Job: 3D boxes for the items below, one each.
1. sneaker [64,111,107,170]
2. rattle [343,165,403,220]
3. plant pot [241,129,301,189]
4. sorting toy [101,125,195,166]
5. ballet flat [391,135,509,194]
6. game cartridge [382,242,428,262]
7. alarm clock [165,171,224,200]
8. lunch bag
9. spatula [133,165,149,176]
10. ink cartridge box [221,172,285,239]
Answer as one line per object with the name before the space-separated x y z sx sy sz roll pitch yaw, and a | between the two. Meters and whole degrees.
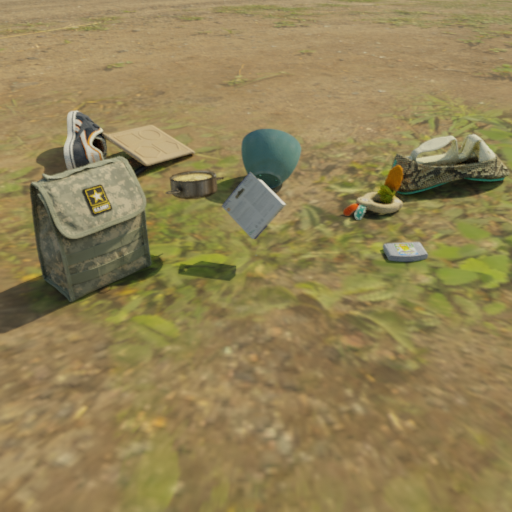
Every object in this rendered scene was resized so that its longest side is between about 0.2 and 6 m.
sneaker | -4.056 -2.779 13.495 0.907 0.896 2.285 -10 44 -6
rattle | 2.353 -1.241 11.111 1.206 0.861 0.785 -5 48 -19
plant pot | 0.272 -1.986 12.093 1.312 1.312 0.883 5 65 8
sorting toy | -2.599 -2.643 13.536 1.592 0.314 1.720 35 36 26
ballet flat | 4.274 -2.048 12.084 2.945 1.109 0.999 -9 28 -14
game cartridge | 2.631 -0.068 9.866 0.700 0.142 0.467 -3 36 -5
alarm clock | -1.121 -1.162 9.433 0.788 0.389 1.168 9 21 29
lunch bag | -2.610 -0.515 8.884 1.573 1.918 1.128 -27 41 -37
spatula | -3.001 -1.688 12.403 0.488 0.178 1.728 19 37 28
ink cartridge box | -0.049 -0.851 9.504 0.825 0.810 0.179 47 19 14
